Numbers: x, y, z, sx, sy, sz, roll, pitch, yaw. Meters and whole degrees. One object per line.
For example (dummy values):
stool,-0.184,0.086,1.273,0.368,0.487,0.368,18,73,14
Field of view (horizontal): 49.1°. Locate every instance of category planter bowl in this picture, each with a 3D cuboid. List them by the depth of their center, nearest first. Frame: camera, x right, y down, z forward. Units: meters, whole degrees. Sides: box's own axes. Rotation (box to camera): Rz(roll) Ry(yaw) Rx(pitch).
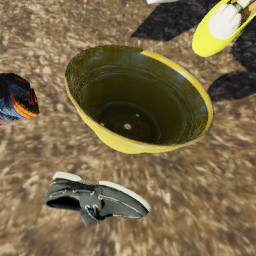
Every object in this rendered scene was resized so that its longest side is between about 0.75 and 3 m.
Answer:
planter bowl,0.112,-0.311,4.787,2.451,1.021,2.451,11,44,-11

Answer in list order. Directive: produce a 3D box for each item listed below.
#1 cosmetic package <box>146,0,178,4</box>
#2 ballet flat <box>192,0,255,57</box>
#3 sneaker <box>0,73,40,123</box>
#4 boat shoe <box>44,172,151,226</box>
cosmetic package,0.958,-3.707,6.531,0.818,1.331,1.327,-2,19,43
ballet flat,2.145,-2.314,5.367,2.249,0.754,0.751,-41,86,14
sneaker,-2.055,-0.448,3.681,0.865,2.206,0.831,-26,70,7
boat shoe,-0.527,1.076,3.945,1.743,0.651,0.578,10,50,30
